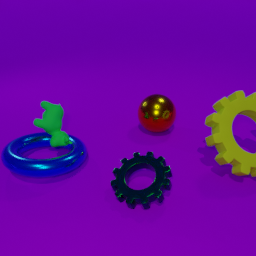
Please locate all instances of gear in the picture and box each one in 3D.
[{"bbox_3d":[2.440,0.109,5.724,1.726,1.726,0.319,-9,-12,-15],"label":"gear"},{"bbox_3d":[0.249,0.951,5.250,1.132,0.209,1.132,-11,45,11],"label":"gear"}]

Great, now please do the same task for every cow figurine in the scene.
[{"bbox_3d":[-1.556,-0.058,6.077,0.912,0.927,0.509,21,-7,-11],"label":"cow figurine"}]

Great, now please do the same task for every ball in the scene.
[{"bbox_3d":[0.748,-0.382,7.272,1.006,1.006,1.006,0,29,0],"label":"ball"}]

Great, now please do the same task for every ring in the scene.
[{"bbox_3d":[-1.789,0.523,6.084,1.778,0.356,1.778,3,21,-1],"label":"ring"}]
